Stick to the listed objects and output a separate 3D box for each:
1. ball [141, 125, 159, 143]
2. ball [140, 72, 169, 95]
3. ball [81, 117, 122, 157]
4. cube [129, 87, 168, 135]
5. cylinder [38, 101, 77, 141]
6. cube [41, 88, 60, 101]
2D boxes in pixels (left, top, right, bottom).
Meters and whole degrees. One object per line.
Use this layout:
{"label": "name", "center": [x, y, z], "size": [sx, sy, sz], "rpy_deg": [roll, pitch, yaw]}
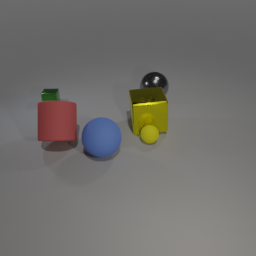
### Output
{"label": "ball", "center": [0.828, 0.236, 10.699], "size": [0.700, 0.700, 0.700], "rpy_deg": [0, 33, 0]}
{"label": "ball", "center": [1.276, -2.025, 13.613], "size": [1.400, 1.400, 1.400], "rpy_deg": [0, 33, 0]}
{"label": "ball", "center": [-0.922, 0.324, 9.810], "size": [1.400, 1.400, 1.400], "rpy_deg": [0, 33, 0]}
{"label": "cube", "center": [0.817, -0.717, 11.469], "size": [1.400, 1.400, 1.400], "rpy_deg": [-6, 33, -2]}
{"label": "cylinder", "center": [-2.599, -0.226, 10.317], "size": [1.400, 1.400, 1.400], "rpy_deg": [-1, -2, 0]}
{"label": "cube", "center": [-3.646, -1.423, 13.246], "size": [0.700, 0.700, 0.700], "rpy_deg": [-2, 27, -2]}
